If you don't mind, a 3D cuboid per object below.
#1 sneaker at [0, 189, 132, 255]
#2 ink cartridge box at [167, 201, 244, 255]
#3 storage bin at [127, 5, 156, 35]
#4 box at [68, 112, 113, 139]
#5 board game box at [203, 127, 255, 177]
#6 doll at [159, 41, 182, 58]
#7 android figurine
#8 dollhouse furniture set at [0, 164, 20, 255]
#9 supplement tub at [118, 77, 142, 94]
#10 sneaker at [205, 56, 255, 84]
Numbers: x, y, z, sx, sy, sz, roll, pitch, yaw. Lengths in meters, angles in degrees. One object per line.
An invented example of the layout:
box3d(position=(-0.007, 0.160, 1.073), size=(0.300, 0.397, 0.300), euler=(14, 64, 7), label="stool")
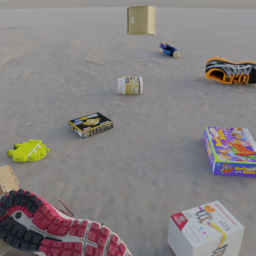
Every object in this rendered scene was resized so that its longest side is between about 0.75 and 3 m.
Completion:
box3d(position=(-0.847, 1.696, 4.156), size=(2.421, 0.904, 0.976), euler=(28, 72, 23), label="sneaker")
box3d(position=(1.189, 1.678, 4.356), size=(0.917, 0.663, 0.666), euler=(-11, 30, -19), label="ink cartridge box")
box3d(position=(0.456, -3.860, 10.101), size=(0.968, 0.975, 0.457), euler=(12, 20, 35), label="storage bin")
box3d(position=(-1.080, -0.098, 8.136), size=(1.036, 0.256, 0.827), euler=(-20, 32, -32), label="box")
box3d(position=(2.528, 0.530, 6.820), size=(1.113, 0.370, 1.655), euler=(3, 28, 5), label="board game box")
box3d(position=(2.401, -4.406, 15.959), size=(1.354, 0.481, 1.984), euler=(-2, 33, -21), label="doll")
box3d(position=(-2.444, 0.571, 6.942), size=(0.966, 0.198, 0.879), euler=(5, 28, 12), label="android figurine")
box3d(position=(-2.888, 1.729, 4.551), size=(1.898, 1.238, 1.792), euler=(-28, 1, 12), label="dollhouse furniture set")
box3d(position=(0.071, -1.604, 10.543), size=(0.896, 0.647, 0.647), euler=(-2, 28, -3), label="supplement tub")
box3d(position=(4.353, -2.177, 11.480), size=(2.530, 0.990, 0.977), euler=(15, 51, 26), label="sneaker")
